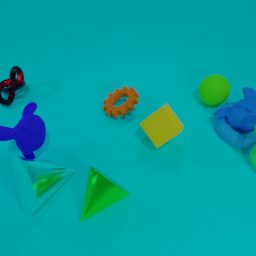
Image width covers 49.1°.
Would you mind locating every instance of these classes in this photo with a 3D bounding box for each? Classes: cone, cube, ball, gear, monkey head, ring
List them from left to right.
[{"bbox_3d":[-2.552,0.114,6.766,1.076,1.496,0.902,4,7,-7],"label":"monkey head"},{"bbox_3d":[-1.767,1.122,6.355,1.299,1.294,1.294,-12,44,-38],"label":"cone"},{"bbox_3d":[-0.703,1.590,6.113,1.104,1.104,1.108,31,80,26],"label":"cone"},{"bbox_3d":[-0.220,-0.785,8.330,1.098,0.203,1.098,-16,45,17],"label":"gear"},{"bbox_3d":[0.873,-0.073,7.146,0.753,0.753,0.753,54,19,0],"label":"cube"},{"bbox_3d":[2.597,-1.145,8.442,0.927,0.927,0.927,0,46,0],"label":"ball"},{"bbox_3d":[3.223,-0.485,7.691,1.560,0.940,1.122,16,50,-11],"label":"monkey head"},{"bbox_3d":[3.306,-0.107,7.866,1.747,0.349,1.747,0,46,0],"label":"ring"}]

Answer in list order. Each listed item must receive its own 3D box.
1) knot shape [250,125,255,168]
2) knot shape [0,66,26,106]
[{"bbox_3d":[3.449,0.516,6.678,1.302,1.218,0.601,19,4,-8],"label":"knot shape"},{"bbox_3d":[-3.614,-1.223,8.559,0.575,1.245,1.165,34,58,-16],"label":"knot shape"}]
